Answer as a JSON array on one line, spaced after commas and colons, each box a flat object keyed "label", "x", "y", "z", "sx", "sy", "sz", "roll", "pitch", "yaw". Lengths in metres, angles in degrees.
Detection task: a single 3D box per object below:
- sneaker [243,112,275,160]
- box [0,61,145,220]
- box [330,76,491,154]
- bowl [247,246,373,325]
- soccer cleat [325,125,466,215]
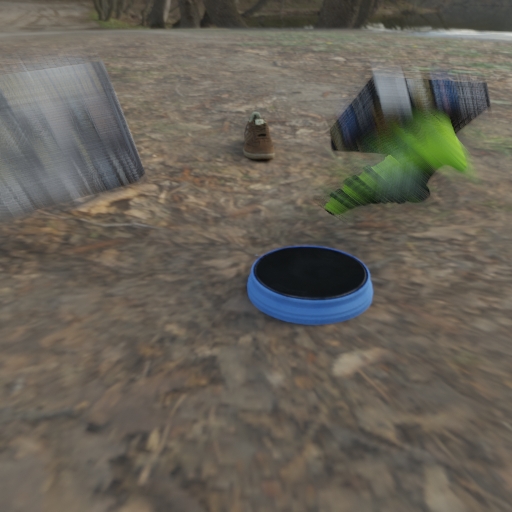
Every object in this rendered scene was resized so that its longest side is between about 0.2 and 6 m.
[{"label": "sneaker", "x": 0.006, "y": -2.775, "z": 12.907, "sx": 0.693, "sy": 0.743, "sz": 1.966, "roll": -4, "pitch": 26, "yaw": -8}, {"label": "box", "x": -2.974, "y": -1.659, "z": 7.939, "sx": 2.298, "sy": 1.820, "sz": 0.555, "roll": -23, "pitch": 3, "yaw": -32}, {"label": "box", "x": 2.344, "y": -2.156, "z": 8.882, "sx": 1.850, "sy": 0.463, "sz": 1.864, "roll": 1, "pitch": -13, "yaw": -13}, {"label": "bowl", "x": 0.690, "y": 0.316, "z": 7.205, "sx": 1.618, "sy": 0.318, "sz": 1.618, "roll": 0, "pitch": 27, "yaw": 0}, {"label": "soccer cleat", "x": 1.635, "y": -0.857, "z": 6.747, "sx": 1.775, "sy": 0.719, "sz": 0.599, "roll": -31, "pitch": 0, "yaw": 29}]
